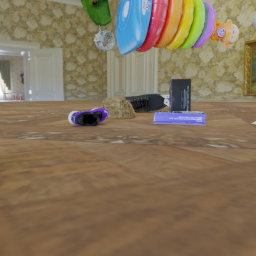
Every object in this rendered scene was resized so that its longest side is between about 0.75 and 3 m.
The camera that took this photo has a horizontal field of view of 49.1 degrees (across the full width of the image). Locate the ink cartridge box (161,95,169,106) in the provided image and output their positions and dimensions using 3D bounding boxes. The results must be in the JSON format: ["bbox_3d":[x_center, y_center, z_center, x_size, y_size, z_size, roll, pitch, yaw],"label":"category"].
[{"bbox_3d":[2.447,-1.276,14.720,1.427,0.310,1.414,37,22,19],"label":"ink cartridge box"}]

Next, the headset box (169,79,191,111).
[{"bbox_3d":[2.096,-1.194,11.405,0.807,1.556,2.090,0,6,5],"label":"headset box"}]

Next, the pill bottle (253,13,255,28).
[{"bbox_3d":[4.191,-2.238,7.016,1.339,2.314,1.339,-10,-34,-7],"label":"pill bottle"}]

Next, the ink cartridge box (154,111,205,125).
[{"bbox_3d":[1.756,-0.366,9.546,1.663,0.364,1.678,2,8,10],"label":"ink cartridge box"}]

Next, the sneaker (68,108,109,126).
[{"bbox_3d":[-1.049,-0.300,8.660,0.720,0.503,1.447,12,18,43],"label":"sneaker"}]

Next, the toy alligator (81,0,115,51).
[{"bbox_3d":[-0.651,-2.579,4.844,0.994,2.998,0.720,-36,45,-10],"label":"toy alligator"}]

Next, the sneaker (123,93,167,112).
[{"bbox_3d":[0.755,-1.233,15.010,2.755,1.030,1.463,-4,13,18],"label":"sneaker"}]

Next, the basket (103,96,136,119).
[{"bbox_3d":[-0.350,-0.860,11.474,0.915,0.876,1.228,-7,10,-38],"label":"basket"}]

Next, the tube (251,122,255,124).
[{"bbox_3d":[4.452,-0.213,8.123,1.833,0.532,0.476,-7,53,-31],"label":"tube"}]

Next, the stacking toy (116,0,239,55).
[{"bbox_3d":[1.132,-2.019,5.450,2.507,1.455,1.376,6,1,-18],"label":"stacking toy"}]
